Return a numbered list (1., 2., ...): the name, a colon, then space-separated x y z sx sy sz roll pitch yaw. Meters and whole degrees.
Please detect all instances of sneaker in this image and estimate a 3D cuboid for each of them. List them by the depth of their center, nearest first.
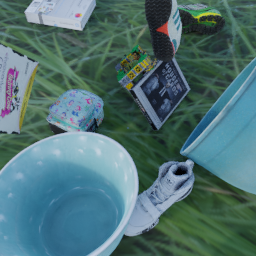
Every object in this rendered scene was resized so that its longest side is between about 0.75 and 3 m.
1. sneaker: 0.649 1.450 6.129 2.091 1.202 0.786 -32 61 -20
2. sneaker: 0.928 -2.679 6.830 0.688 1.955 0.914 8 42 25
3. sneaker: 2.181 -4.022 10.242 2.516 0.982 1.072 4 47 -8

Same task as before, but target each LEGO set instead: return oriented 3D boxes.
1. LEGO set: 0.342 -1.550 8.027 1.288 0.970 1.675 -45 27 7

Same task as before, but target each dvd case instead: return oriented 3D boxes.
1. dvd case: 0.960 -1.080 7.894 0.235 1.426 1.897 2 43 51

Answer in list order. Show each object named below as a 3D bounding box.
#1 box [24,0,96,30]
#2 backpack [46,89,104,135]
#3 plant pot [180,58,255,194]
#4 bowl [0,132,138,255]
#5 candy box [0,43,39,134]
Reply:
1. box: -2.565 -4.633 10.848 2.222 0.457 1.732 11 56 8
2. backpack: -1.353 -0.404 7.576 1.267 1.075 1.427 26 54 16
3. plant pot: 3.064 0.290 6.200 2.646 2.816 2.816 39 62 6
4. bowl: -1.129 1.622 5.621 2.908 1.521 2.908 -7 45 7
5. candy box: -2.895 -0.818 5.312 0.798 2.617 1.785 16 92 11
